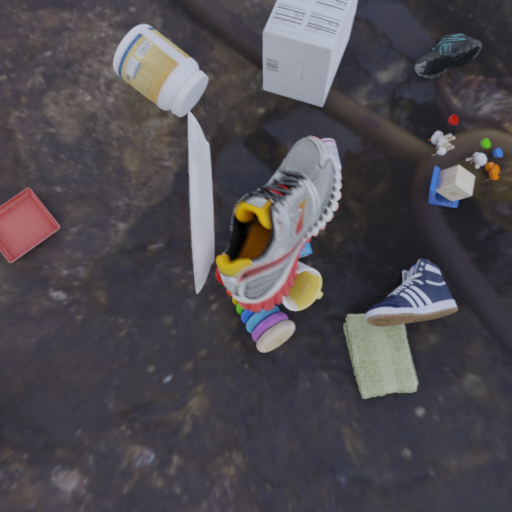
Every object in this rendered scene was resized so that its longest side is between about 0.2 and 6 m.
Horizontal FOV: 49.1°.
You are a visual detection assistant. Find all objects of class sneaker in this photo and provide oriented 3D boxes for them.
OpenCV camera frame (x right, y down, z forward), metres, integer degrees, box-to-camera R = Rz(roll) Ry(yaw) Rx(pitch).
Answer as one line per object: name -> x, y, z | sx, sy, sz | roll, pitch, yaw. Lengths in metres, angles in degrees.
sneaker -> 2.800, 0.682, 10.558 | 2.023, 0.709, 1.097 | -3, 69, -27
sneaker -> 0.411, -0.702, 9.186 | 1.245, 1.314, 3.199 | 9, 64, 36
sneaker -> 4.250, -4.583, 12.762 | 1.754, 0.661, 0.695 | -24, 62, -17

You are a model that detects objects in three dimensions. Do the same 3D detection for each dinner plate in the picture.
dinner plate -> -0.945, -0.897, 9.634 | 0.374, 3.086, 3.086 | -2, 70, -7

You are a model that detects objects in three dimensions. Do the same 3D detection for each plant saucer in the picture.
plant saucer -> -4.807, -0.607, 11.479 | 1.210, 0.222, 1.208 | -39, 75, -12

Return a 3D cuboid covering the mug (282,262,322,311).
mug -> 0.636, 0.503, 10.229 | 0.841, 1.050, 0.862 | -36, 39, -14

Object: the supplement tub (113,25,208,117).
supplement tub -> -2.008, -3.894, 11.879 | 1.717, 1.242, 1.242 | 38, 74, 0

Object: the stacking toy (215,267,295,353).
stacking toy -> -0.119, 0.868, 10.734 | 0.826, 0.826, 1.934 | -33, 66, -11

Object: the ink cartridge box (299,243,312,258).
ink cartridge box -> 0.453, -0.592, 10.979 | 0.821, 0.484, 1.427 | -16, 86, -16

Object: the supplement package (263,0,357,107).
supplement package -> 1.148, -4.746, 12.042 | 1.493, 1.942, 2.031 | 19, 71, 7

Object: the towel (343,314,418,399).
towel -> 2.338, 1.824, 10.561 | 1.193, 0.293, 1.608 | -8, 70, -3

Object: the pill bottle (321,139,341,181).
pill bottle -> 1.510, -1.980, 11.823 | 0.500, 0.500, 0.881 | -8, 71, -3

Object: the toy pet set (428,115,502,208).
toy pet set -> 4.165, -1.811, 11.695 | 1.652, 0.877, 1.542 | 26, 69, -25
